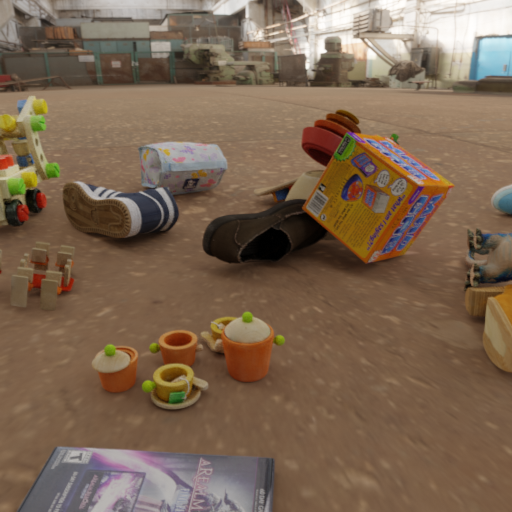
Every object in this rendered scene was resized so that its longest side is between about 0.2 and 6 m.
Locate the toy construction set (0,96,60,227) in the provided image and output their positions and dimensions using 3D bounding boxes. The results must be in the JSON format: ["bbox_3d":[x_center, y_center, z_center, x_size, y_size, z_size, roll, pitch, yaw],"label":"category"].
[{"bbox_3d":[-5.850,-2.135,12.669,1.896,2.699,4.117,1,18,13],"label":"toy construction set"}]

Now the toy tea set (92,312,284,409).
[{"bbox_3d":[-0.838,1.125,6.998,2.315,0.857,1.377,-14,25,-32],"label":"toy tea set"}]

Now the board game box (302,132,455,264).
[{"bbox_3d":[2.261,-1.090,10.419,1.674,1.675,1.674,44,30,26],"label":"board game box"}]

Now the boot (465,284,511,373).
[{"bbox_3d":[3.930,0.903,7.642,1.632,0.802,2.279,2,17,7],"label":"boot"}]

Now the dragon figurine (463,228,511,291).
[{"bbox_3d":[4.339,0.102,9.001,1.783,1.055,3.586,4,-5,14],"label":"dragon figurine"}]

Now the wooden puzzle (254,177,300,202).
[{"bbox_3d":[1.190,-1.757,14.352,1.787,0.447,1.930,-16,5,-44],"label":"wooden puzzle"}]

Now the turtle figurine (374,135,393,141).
[{"bbox_3d":[2.355,-2.137,11.586,0.381,0.953,1.182,29,1,-16],"label":"turtle figurine"}]

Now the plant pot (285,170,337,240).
[{"bbox_3d":[1.467,-1.232,12.512,1.838,1.234,1.838,1,22,0],"label":"plant pot"}]

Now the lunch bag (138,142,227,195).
[{"bbox_3d":[-2.050,-2.417,15.358,1.880,1.409,2.217,-10,13,-27],"label":"lunch bag"}]

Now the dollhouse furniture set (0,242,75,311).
[{"bbox_3d":[-3.850,0.390,9.358,1.515,0.789,1.531,8,20,-11],"label":"dollhouse furniture set"}]

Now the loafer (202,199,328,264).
[{"bbox_3d":[0.404,-0.298,10.619,2.907,1.061,1.037,-16,39,-34],"label":"loafer"}]

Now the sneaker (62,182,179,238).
[{"bbox_3d":[-2.977,-1.085,12.423,1.627,1.051,2.998,-15,24,-42],"label":"sneaker"}]

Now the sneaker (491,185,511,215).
[{"bbox_3d":[6.566,-1.144,12.899,1.998,0.795,1.304,3,20,10],"label":"sneaker"}]

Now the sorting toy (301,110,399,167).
[{"bbox_3d":[2.329,-2.237,12.487,1.772,1.210,2.949,24,-7,46],"label":"sorting toy"}]

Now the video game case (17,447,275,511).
[{"bbox_3d":[-0.982,2.315,4.883,2.227,0.211,1.591,1,21,4],"label":"video game case"}]
